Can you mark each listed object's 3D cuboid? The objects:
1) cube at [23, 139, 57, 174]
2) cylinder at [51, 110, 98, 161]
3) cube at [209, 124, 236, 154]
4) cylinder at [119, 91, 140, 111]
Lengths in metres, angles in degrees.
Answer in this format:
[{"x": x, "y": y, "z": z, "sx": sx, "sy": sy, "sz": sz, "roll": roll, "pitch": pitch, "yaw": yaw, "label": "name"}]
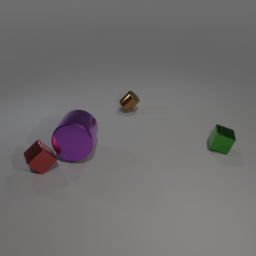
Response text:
[{"x": -2.895, "y": 0.946, "z": 9.242, "sx": 0.700, "sy": 0.700, "sz": 0.700, "roll": -44, "pitch": 40, "yaw": -2, "label": "cube"}, {"x": -1.832, "y": 0.226, "z": 9.891, "sx": 1.400, "sy": 1.400, "sz": 1.400, "roll": 1, "pitch": 23, "yaw": 1, "label": "cylinder"}, {"x": 3.430, "y": 0.406, "z": 10.249, "sx": 0.700, "sy": 0.700, "sz": 0.700, "roll": 20, "pitch": 33, "yaw": 2, "label": "cube"}, {"x": 0.074, "y": -1.252, "z": 12.986, "sx": 0.700, "sy": 0.700, "sz": 0.700, "roll": 39, "pitch": 24, "yaw": -21, "label": "cylinder"}]
